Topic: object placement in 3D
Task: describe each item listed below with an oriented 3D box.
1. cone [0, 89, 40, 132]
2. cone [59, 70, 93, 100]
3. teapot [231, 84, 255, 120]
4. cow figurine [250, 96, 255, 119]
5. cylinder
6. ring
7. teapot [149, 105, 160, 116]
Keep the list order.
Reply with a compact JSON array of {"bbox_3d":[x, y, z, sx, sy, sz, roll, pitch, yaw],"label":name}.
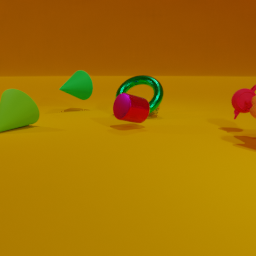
[{"bbox_3d":[-3.398,-0.244,7.904,1.267,1.267,1.272,4,38,19],"label":"cone"},{"bbox_3d":[-2.297,-1.642,11.292,1.256,1.256,1.261,8,19,35],"label":"cone"},{"bbox_3d":[3.117,-0.694,7.485,0.671,1.080,0.529,33,10,3],"label":"teapot"},{"bbox_3d":[3.261,-0.324,6.024,1.506,0.827,1.482,24,36,-19],"label":"cow figurine"},{"bbox_3d":[0.094,-0.565,8.123,0.780,0.780,0.780,9,3,-41],"label":"cylinder"},{"bbox_3d":[0.403,-1.192,10.222,1.806,1.806,0.361,4,-29,19],"label":"ring"},{"bbox_3d":[0.910,-0.719,10.475,0.654,0.515,1.052,-47,15,-9],"label":"teapot"}]
